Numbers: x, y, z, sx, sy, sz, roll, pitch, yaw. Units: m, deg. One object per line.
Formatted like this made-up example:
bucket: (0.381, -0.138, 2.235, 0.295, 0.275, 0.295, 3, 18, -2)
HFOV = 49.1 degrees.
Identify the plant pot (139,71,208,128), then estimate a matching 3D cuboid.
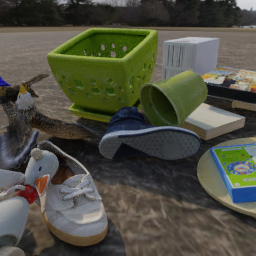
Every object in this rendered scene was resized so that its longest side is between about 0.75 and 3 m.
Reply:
plant pot: (1.259, -0.776, 7.191, 1.334, 1.451, 1.451, -33, 35, -22)

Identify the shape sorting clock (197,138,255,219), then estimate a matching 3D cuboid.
shape sorting clock: (2.758, 0.894, 5.615, 2.656, 0.521, 2.656, -7, 21, 3)

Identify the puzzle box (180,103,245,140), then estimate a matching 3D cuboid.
puzzle box: (2.064, -0.406, 8.909, 1.745, 0.333, 2.622, -15, 27, -31)

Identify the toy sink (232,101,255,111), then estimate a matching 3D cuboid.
toy sink: (4.139, -1.084, 10.111, 1.160, 0.650, 0.756, 14, 27, 25)

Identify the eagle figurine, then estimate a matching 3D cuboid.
eagle figurine: (-2.393, -0.135, 7.005, 2.176, 2.164, 2.868, -42, 68, 0)

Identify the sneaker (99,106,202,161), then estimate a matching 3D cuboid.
sneaker: (0.575, 0.057, 7.104, 2.366, 0.900, 1.710, 1, 26, 6)

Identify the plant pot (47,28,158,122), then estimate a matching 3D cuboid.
plant pot: (-0.578, -1.594, 8.795, 2.569, 2.331, 2.556, 11, 40, 23)

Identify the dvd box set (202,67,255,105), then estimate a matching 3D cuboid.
dvd box set: (3.777, -1.596, 9.887, 2.113, 0.425, 2.889, 17, 29, 29)

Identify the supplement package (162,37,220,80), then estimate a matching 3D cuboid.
supplement package: (2.788, -2.841, 12.355, 1.483, 2.083, 2.675, 15, 27, 31)

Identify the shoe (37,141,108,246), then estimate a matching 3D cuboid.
shoe: (-1.183, 1.026, 5.060, 0.952, 0.726, 2.722, -13, 26, -28)

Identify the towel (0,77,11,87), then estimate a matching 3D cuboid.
towel: (-6.013, -1.836, 11.965, 1.667, 0.559, 2.258, -15, 27, -33)

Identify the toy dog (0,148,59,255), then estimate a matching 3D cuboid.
toy dog: (-1.795, 1.058, 3.956, 1.496, 1.092, 2.268, -9, 41, 0)
